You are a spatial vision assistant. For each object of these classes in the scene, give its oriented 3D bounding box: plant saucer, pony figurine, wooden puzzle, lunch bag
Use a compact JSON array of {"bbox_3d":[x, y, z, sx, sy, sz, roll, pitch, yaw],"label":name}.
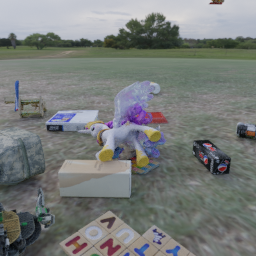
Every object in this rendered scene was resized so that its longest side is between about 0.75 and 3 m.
[{"bbox_3d":[0.993,-0.456,11.713,1.185,0.218,1.187,-1,17,-4],"label":"plant saucer"},{"bbox_3d":[-0.026,0.073,7.609,2.421,2.088,2.508,-20,26,-12],"label":"pony figurine"},{"bbox_3d":[0.292,0.978,7.434,0.785,0.093,1.324,15,23,39],"label":"wooden puzzle"},{"bbox_3d":[-2.939,0.690,6.677,1.570,1.094,1.317,14,23,42],"label":"lunch bag"}]

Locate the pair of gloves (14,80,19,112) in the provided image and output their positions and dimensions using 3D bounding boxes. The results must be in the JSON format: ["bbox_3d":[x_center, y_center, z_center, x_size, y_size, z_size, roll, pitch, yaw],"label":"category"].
[{"bbox_3d":[-3.393,-0.960,8.529,0.129,0.910,1.132,1,2,-21],"label":"pair of gloves"}]

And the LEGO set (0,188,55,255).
[{"bbox_3d":[-1.629,1.804,4.253,2.757,0.781,1.790,24,29,25],"label":"LEGO set"}]

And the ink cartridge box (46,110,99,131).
[{"bbox_3d":[-2.091,-0.297,10.958,1.742,0.414,1.762,-1,16,3],"label":"ink cartridge box"}]

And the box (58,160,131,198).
[{"bbox_3d":[-0.692,1.108,6.196,1.522,0.591,0.722,0,18,1],"label":"box"}]

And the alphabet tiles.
[{"bbox_3d":[0.135,1.924,3.727,2.056,0.078,1.719,29,31,31],"label":"alphabet tiles"}]

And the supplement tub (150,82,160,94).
[{"bbox_3d":[1.567,-2.476,17.307,0.635,0.635,0.878,-6,20,-18],"label":"supplement tub"}]

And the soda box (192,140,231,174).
[{"bbox_3d":[2.225,0.750,7.573,0.489,0.437,1.381,-2,18,-9],"label":"soda box"}]

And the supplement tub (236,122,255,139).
[{"bbox_3d":[4.131,0.099,9.518,0.804,0.493,0.493,11,21,27],"label":"supplement tub"}]

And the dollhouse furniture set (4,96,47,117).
[{"bbox_3d":[-4.507,-0.835,12.475,1.528,0.849,1.351,-2,-7,-6],"label":"dollhouse furniture set"}]

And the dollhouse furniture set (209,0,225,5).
[{"bbox_3d":[2.788,-4.146,8.680,0.392,0.518,0.963,11,32,19],"label":"dollhouse furniture set"}]
